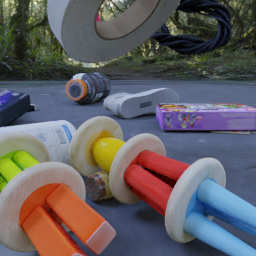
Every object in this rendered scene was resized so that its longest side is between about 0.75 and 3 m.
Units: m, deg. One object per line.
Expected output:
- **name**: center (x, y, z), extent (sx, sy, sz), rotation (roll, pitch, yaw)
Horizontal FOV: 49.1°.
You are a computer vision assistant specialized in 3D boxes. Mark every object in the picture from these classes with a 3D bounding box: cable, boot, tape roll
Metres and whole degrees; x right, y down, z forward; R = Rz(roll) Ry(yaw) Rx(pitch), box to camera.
- **cable**: center (1.898, -3.230, 8.686), extent (2.656, 2.167, 0.675), rotation (33, -20, 16)
- **boot**: center (0.514, -1.082, 10.945), extent (2.930, 1.078, 1.400), rotation (-9, 21, -33)
- **tape roll**: center (-0.077, -2.152, 4.743), extent (2.623, 0.479, 2.623), rotation (-33, -14, -9)

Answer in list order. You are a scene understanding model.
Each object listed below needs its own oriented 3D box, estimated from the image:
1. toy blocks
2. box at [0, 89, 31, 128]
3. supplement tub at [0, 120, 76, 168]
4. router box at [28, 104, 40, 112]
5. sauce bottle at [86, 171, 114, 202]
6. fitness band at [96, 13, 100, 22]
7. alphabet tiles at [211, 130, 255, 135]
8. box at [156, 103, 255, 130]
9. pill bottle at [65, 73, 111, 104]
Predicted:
- **toy blocks**: center (-0.089, 0.712, 2.748), extent (2.124, 0.925, 2.548), rotation (-14, 25, -39)
- **box**: center (-3.951, -0.631, 8.789), extent (1.067, 0.596, 1.512), rotation (14, 31, 12)
- **supplement tub**: center (-1.500, 0.416, 4.130), extent (1.448, 0.955, 0.955), rotation (-9, 15, -38)
- **router box**: center (-4.364, -0.853, 11.965), extent (0.698, 0.239, 0.936), rotation (5, 13, 23)
- **sauce bottle**: center (-0.024, 0.725, 4.033), extent (1.194, 0.394, 0.394), rotation (-8, 14, -41)
- **fitness band**: center (-0.287, -3.265, 7.840), extent (1.619, 2.255, 0.422), rotation (1, 30, 14)
- **alphabet tiles**: center (2.977, 0.017, 8.258), extent (1.539, 0.049, 1.280), rotation (4, 13, 16)
- **box**: center (2.392, -0.393, 8.638), extent (2.919, 0.571, 1.997), rotation (0, 12, 1)
- **pill bottle**: center (-2.096, -2.083, 14.645), extent (1.557, 1.557, 2.932), rotation (4, 12, 17)
